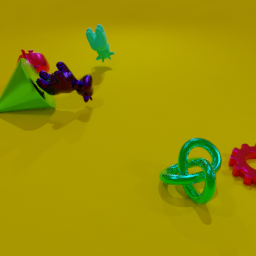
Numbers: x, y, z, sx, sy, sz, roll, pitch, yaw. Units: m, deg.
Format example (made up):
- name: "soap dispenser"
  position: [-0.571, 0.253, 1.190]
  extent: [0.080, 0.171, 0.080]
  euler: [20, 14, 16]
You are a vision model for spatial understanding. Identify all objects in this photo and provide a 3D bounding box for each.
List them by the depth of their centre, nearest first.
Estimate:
- name: "knot shape"
  position: [1.321, 0.755, 5.508]
  extent: [1.292, 0.597, 1.209]
  euler: [19, 69, 47]
- name: "gear"
  position: [2.859, 0.809, 6.053]
  extent: [1.269, 0.235, 1.269]
  euler: [0, 35, 0]
- name: "cow figurine"
  position: [-1.666, -1.179, 7.801]
  extent: [1.369, 1.347, 0.751]
  euler: [-18, 48, 21]
- name: "cone"
  position: [-3.200, -0.861, 7.964]
  extent: [1.622, 1.616, 1.616]
  euler: [-31, 39, 2]
- name: "teapot"
  position: [-3.253, -2.203, 9.481]
  extent: [1.114, 0.878, 1.792]
  euler: [-8, 3, -1]
- name: "cow figurine"
  position: [-0.996, -2.938, 10.035]
  extent: [0.772, 1.385, 1.407]
  euler: [-18, 28, 6]
